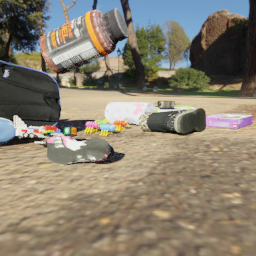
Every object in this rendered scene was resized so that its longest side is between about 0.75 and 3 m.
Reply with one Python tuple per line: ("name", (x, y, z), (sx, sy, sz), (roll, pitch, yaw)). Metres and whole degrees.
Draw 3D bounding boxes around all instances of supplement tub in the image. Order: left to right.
("supplement tub", (-1.521, -3.160, 10.053), (2.985, 1.596, 1.596), (-19, 2, 18))

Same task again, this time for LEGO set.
("LEGO set", (-1.583, 0.129, 6.834), (1.774, 0.583, 2.375), (0, -8, 1))

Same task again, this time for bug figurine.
("bug figurine", (-0.800, -0.096, 10.498), (1.418, 0.470, 1.828), (3, 9, 18))

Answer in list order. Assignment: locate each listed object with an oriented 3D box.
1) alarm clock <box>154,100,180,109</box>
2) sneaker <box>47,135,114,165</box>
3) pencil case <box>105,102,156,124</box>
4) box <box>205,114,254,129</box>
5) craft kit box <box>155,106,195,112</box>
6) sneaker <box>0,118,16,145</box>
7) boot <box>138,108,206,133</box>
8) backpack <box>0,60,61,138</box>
("alarm clock", (2.035, -1.181, 14.069), (1.276, 0.425, 0.861), (-4, 9, -14))
("sneaker", (-1.039, 0.548, 6.205), (1.598, 0.642, 0.690), (5, -10, 21))
("pencil case", (0.086, -0.614, 12.183), (2.284, 1.036, 0.949), (6, 4, 35))
("box", (4.417, -0.331, 12.255), (1.463, 0.418, 2.138), (7, 11, 40))
("craft kit box", (2.226, -0.802, 14.965), (2.737, 0.672, 2.771), (2, 8, -2))
("sneaker", (-3.952, 0.287, 7.275), (2.089, 0.821, 0.931), (-12, 19, -22))
("boot", (1.732, -0.298, 10.523), (1.867, 0.892, 2.472), (3, 7, 36))
("backpack", (-3.662, -0.840, 9.208), (2.597, 2.377, 1.909), (5, -17, -32))
